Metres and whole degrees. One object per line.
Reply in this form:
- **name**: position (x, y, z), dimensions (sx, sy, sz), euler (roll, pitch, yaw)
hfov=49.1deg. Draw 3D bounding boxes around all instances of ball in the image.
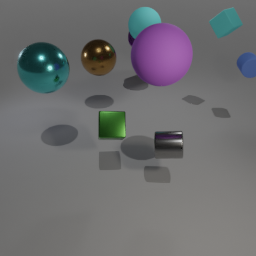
- **ball**: position (-1.149, -2.756, 10.997), dimensions (1.400, 1.400, 1.400), euler (0, 30, 0)
- **ball**: position (-2.333, -1.655, 7.772), dimensions (1.400, 1.400, 1.400), euler (0, 30, 0)
- **ball**: position (0.761, -1.659, 6.410), dimensions (1.400, 1.400, 1.400), euler (0, 30, 0)
- **ball**: position (0.708, -4.389, 11.920), dimensions (1.400, 1.400, 1.400), euler (0, 30, 0)

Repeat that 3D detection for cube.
- **cube**: position (3.445, -3.694, 9.864), dimensions (0.700, 0.700, 0.700), euler (-28, 0, -38)
- **cube**: position (-0.447, -0.052, 7.565), dimensions (0.700, 0.700, 0.700), euler (0, -7, -7)

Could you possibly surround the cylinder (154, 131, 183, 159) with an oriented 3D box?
- **cylinder**: position (1.037, 0.428, 7.131), dimensions (0.700, 0.700, 0.700), euler (-1, 30, 8)

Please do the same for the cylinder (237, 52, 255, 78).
- **cylinder**: position (4.281, -2.225, 9.889), dimensions (0.700, 0.700, 0.700), euler (2, 34, 3)

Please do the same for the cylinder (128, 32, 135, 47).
- **cylinder**: position (0.912, -4.213, 13.398), dimensions (1.400, 1.400, 1.400), euler (17, 4, 27)
